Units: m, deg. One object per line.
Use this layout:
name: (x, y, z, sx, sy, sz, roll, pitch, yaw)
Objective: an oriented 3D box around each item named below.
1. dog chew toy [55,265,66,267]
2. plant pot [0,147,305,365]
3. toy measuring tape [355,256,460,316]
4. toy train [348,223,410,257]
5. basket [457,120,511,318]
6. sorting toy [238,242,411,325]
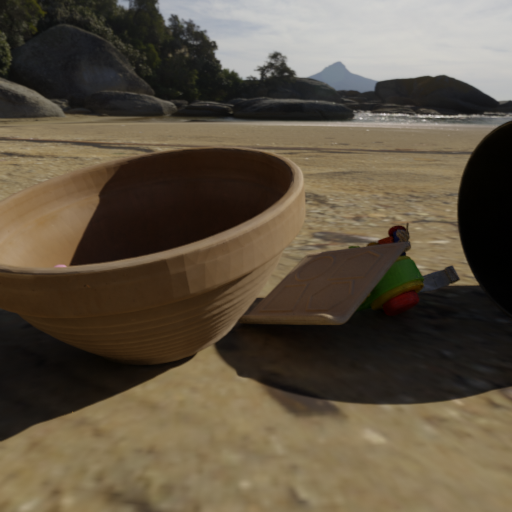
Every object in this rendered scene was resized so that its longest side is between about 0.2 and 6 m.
dog chew toy: (-1.876, 0.350, 5.907, 0.738, 0.460, 0.460, 29, 16, -5)
plant pot: (-1.112, 0.053, 5.952, 3.394, 1.566, 3.394, -7, 24, 3)
toy measuring tape: (2.003, 0.278, 7.071, 2.134, 0.785, 0.785, -9, 19, -32)
toy train: (1.623, -0.069, 7.537, 0.854, 0.624, 1.475, -8, -27, 12)
basket: (4.798, -0.391, 6.870, 3.435, 2.336, 3.097, 1, 25, -11)
sorting toy: (0.805, 0.369, 6.502, 1.549, 0.305, 1.674, -7, 24, 49)
